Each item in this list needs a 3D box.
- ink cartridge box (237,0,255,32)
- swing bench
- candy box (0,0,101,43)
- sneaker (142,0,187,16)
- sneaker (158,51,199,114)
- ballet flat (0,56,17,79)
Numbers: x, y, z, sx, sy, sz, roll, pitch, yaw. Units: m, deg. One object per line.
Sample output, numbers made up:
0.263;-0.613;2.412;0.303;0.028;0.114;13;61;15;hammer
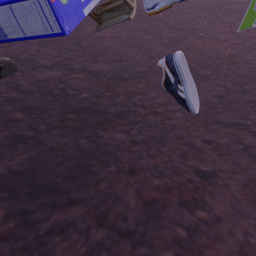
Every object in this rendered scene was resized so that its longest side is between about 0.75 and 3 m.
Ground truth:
2.746;-2.033;4.170;0.704;1.373;1.858;24;2;-20;ink cartridge box
-0.799;-4.260;9.178;1.682;1.691;1.097;-4;55;35;swing bench
-2.317;-3.440;7.540;2.933;1.130;2.480;5;48;29;candy box
1.053;-3.046;5.970;1.689;0.744;0.636;-14;17;23;sneaker
1.152;-0.962;6.325;0.594;1.496;0.587;-10;26;32;sneaker
-3.309;-1.194;5.997;1.836;0.619;0.426;-28;61;-36;ballet flat
